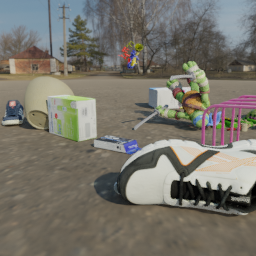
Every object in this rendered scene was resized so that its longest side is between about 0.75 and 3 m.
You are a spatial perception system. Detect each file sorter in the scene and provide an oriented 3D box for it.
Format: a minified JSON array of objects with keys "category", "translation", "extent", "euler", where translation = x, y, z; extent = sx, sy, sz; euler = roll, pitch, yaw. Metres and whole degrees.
[{"category":"file sorter","translation":[2.534,0.145,5.361],"extent":[1.576,1.422,2.268],"euler":[9,15,36]}]

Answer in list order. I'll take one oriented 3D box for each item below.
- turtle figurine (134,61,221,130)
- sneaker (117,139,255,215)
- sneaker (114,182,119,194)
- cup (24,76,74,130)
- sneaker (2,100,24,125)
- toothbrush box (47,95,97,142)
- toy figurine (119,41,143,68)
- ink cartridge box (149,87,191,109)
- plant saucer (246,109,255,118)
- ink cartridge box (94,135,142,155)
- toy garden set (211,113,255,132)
[{"category":"turtle figurine","translation":[1.718,-1.283,9.447],"extent":[2.788,2.006,2.703],"euler":[6,37,-2]},{"category":"sneaker","translation":[1.109,0.722,3.941],"extent":[2.542,0.937,1.017],"euler":[-7,27,-3]},{"category":"sneaker","translation":[0.112,0.918,4.606],"extent":[0.870,0.306,0.349],"euler":[-6,-3,-36]},{"category":"cup","translation":[-2.703,-0.655,9.225],"extent":[1.692,1.692,1.210],"euler":[1,44,6]},{"category":"sneaker","translation":[-4.229,-0.606,10.285],"extent":[0.720,0.812,1.921],"euler":[-4,13,-17]},{"category":"toothbrush box","translation":[-1.662,-0.333,8.217],"extent":[0.679,1.149,1.578],"euler":[-11,17,-42]},{"category":"toy figurine","translation":[0.102,-2.509,10.077],"extent":[0.618,0.702,1.173],"euler":[19,48,12]},{"category":"ink cartridge box","translation":[2.640,-1.563,14.327],"extent":[2.865,0.972,1.650],"euler":[-2,12,-11]},{"category":"plant saucer","translation":[5.988,-0.499,10.721],"extent":[2.761,0.429,2.761],"euler":[-1,12,0]},{"category":"ink cartridge box","translation":[-0.235,0.406,7.016],"extent":[1.164,0.228,0.579],"euler":[9,14,32]},{"category":"toy garden set","translation":[3.848,-0.222,9.503],"extent":[1.927,0.385,1.606],"euler":[-3,13,-14]}]
